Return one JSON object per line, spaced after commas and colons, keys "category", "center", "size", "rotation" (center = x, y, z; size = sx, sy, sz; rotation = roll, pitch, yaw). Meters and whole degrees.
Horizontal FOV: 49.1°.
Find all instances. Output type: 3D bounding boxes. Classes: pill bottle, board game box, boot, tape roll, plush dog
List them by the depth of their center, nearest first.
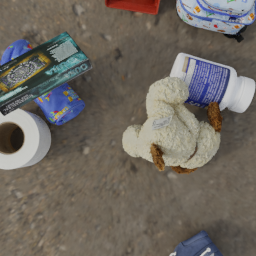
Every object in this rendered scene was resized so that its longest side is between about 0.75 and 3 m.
{"category": "board game box", "center": [-2.304, -1.459, 7.138], "size": [2.426, 0.342, 1.641], "rotation": [-30, 51, -8]}
{"category": "plush dog", "center": [1.480, 0.331, 7.750], "size": [2.419, 2.260, 2.817], "rotation": [11, 125, -26]}
{"category": "boot", "center": [1.543, 4.274, 8.265], "size": [2.752, 1.001, 1.243], "rotation": [-37, 53, 7]}
{"category": "tape roll", "center": [-3.320, 0.318, 8.352], "size": [1.769, 1.214, 1.769], "rotation": [0, 85, 0]}
{"category": "pill bottle", "center": [2.437, -1.272, 8.400], "size": [2.334, 1.397, 1.397], "rotation": [17, 86, 1]}

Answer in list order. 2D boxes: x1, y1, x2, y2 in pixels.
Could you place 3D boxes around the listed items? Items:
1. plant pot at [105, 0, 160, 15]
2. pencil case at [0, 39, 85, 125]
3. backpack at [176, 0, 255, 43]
{"category": "plant pot", "center": [0.246, -4.810, 8.614], "size": [1.754, 1.752, 1.545], "rotation": [9, 76, 1]}
{"category": "pencil case", "center": [-2.648, -1.332, 8.522], "size": [1.247, 1.121, 2.872], "rotation": [-43, 87, -14]}
{"category": "backpack", "center": [2.682, -4.116, 8.466], "size": [2.384, 1.928, 2.503], "rotation": [8, 88, 11]}
